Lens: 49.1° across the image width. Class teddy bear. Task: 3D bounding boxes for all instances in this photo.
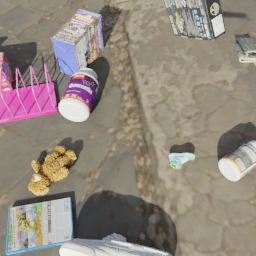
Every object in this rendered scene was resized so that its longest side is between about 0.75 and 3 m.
[{"bbox_3d":[-2.336,1.203,8.482,1.724,0.575,1.250,-36,59,-24],"label":"teddy bear"}]

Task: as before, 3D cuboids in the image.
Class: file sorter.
[{"bbox_3d":[-3.716,-1.292,9.853,2.090,1.311,1.453,-12,55,-9],"label":"file sorter"}]

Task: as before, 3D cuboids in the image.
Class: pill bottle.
[{"bbox_3d":[3.489,0.966,8.524,1.341,0.780,0.780,-29,59,-21],"label":"pill bottle"},{"bbox_3d":[-1.678,-1.234,9.955,1.073,1.073,1.909,8,54,6],"label":"pill bottle"}]

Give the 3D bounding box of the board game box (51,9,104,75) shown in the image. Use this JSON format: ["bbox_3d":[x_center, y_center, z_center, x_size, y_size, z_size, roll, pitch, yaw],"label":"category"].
[{"bbox_3d":[-1.914,-3.358,11.155,1.005,1.655,2.076,19,55,14],"label":"board game box"}]

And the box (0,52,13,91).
[{"bbox_3d":[-5.609,-1.958,10.458,2.248,1.120,1.073,-9,54,-6],"label":"box"}]

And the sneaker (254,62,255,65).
[{"bbox_3d":[4.235,-1.903,8.270,1.010,0.445,0.380,34,54,18],"label":"sneaker"}]

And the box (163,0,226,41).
[{"bbox_3d":[1.842,-4.045,8.584,0.630,2.567,2.069,-35,32,-14],"label":"box"}]

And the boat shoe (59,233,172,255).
[{"bbox_3d":[-0.234,3.122,6.877,2.790,1.004,0.956,8,37,11],"label":"boat shoe"}]

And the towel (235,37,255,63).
[{"bbox_3d":[3.039,-1.474,5.573,1.664,0.298,1.728,10,27,11],"label":"towel"}]

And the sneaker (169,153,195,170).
[{"bbox_3d":[1.690,1.064,8.743,0.814,0.324,0.531,-3,51,10],"label":"sneaker"}]

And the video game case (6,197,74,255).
[{"bbox_3d":[-2.393,2.647,7.674,1.738,0.155,1.244,-8,55,-6],"label":"video game case"}]
